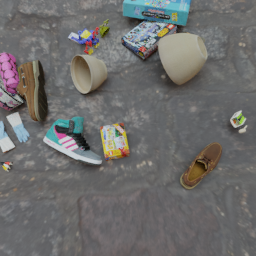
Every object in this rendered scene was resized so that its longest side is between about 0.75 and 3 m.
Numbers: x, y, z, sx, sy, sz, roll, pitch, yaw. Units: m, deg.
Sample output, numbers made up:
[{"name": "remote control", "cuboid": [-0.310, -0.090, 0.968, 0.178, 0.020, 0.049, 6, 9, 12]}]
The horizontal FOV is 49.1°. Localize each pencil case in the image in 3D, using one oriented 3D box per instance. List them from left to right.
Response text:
[{"name": "pencil case", "cuboid": [-4.963, -2.316, 11.912, 0.840, 0.867, 1.850, -40, 62, 31]}]

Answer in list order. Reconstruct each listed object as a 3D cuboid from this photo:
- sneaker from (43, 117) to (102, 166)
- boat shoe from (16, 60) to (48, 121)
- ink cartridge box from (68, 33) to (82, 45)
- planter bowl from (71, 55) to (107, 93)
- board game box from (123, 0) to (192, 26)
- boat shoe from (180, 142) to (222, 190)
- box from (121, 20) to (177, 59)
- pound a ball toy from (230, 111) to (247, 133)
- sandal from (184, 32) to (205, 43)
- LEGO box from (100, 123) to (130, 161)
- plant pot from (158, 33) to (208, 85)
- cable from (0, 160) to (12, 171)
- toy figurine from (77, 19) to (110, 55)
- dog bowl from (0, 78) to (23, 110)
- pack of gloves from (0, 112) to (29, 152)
[{"name": "sneaker", "cuboid": [-1.873, 0.333, 10.599, 2.452, 1.025, 1.481, 25, 94, 11]}, {"name": "boat shoe", "cuboid": [-3.984, -1.464, 11.537, 1.004, 1.063, 2.955, -12, 58, -1]}, {"name": "ink cartridge box", "cuboid": [-2.388, -4.176, 13.073, 0.756, 0.140, 0.358, 27, 70, 8]}, {"name": "planter bowl", "cuboid": [-1.530, -2.307, 11.676, 1.050, 1.561, 1.561, -20, 66, -37]}, {"name": "board game box", "cuboid": [1.456, -5.914, 13.164, 2.934, 0.688, 2.215, 12, 53, 8]}, {"name": "boat shoe", "cuboid": [2.830, 1.354, 10.436, 0.796, 0.747, 2.212, 41, 73, 15]}, {"name": "box", "cuboid": [0.967, -4.233, 12.801, 2.165, 0.432, 1.482, -42, 63, -16]}, {"name": "pound a ball toy", "cuboid": [4.354, -0.209, 11.032, 0.670, 0.437, 1.028, 60, 35, -1]}, {"name": "sandal", "cuboid": [2.532, -4.078, 12.714, 1.872, 0.505, 0.752, 17, 64, 17]}, {"name": "LEGO box", "cuboid": [-0.517, 0.532, 10.914, 0.955, 0.495, 1.283, -11, 68, -4]}, {"name": "plant pot", "cuboid": [2.353, -2.957, 11.282, 1.393, 2.075, 2.075, -20, 63, 34]}, {"name": "cable", "cuboid": [-4.812, 1.337, 10.733, 0.865, 0.218, 0.420, 21, 69, 9]}, {"name": "toy figurine", "cuboid": [-1.760, -4.320, 12.716, 1.084, 0.954, 1.809, 29, 69, 15]}, {"name": "dog bowl", "cuboid": [-5.052, -1.404, 11.155, 0.633, 1.716, 1.716, -45, 74, -3]}, {"name": "pack of gloves", "cuboid": [-4.690, 0.182, 11.263, 1.148, 0.270, 1.366, -27, 75, -19]}]
